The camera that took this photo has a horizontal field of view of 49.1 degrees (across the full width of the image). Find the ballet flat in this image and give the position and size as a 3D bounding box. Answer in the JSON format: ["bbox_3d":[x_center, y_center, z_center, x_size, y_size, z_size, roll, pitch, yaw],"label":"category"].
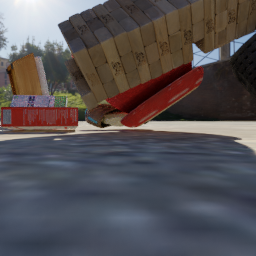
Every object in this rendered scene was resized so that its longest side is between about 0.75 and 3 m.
[{"bbox_3d":[-0.040,-0.300,6.288,1.868,0.633,0.676,-9,34,-37],"label":"ballet flat"}]

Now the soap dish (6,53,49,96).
[{"bbox_3d":[-3.404,-1.232,9.590,0.952,2.345,1.845,-15,11,-28],"label":"soap dish"}]

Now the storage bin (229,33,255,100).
[{"bbox_3d":[2.742,-1.199,3.690,2.446,1.147,1.654,-42,-16,18],"label":"storage bin"}]

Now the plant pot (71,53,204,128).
[{"bbox_3d":[0.283,-1.196,5.366,2.075,1.889,2.075,-35,0,0],"label":"plant pot"}]

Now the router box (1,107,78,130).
[{"bbox_3d":[-1.602,-0.160,5.319,1.255,0.341,1.398,-1,-2,-13],"label":"router box"}]

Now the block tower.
[{"bbox_3d":[0.590,-1.327,3.420,2.939,0.794,0.850,-27,-39,-3],"label":"block tower"}]

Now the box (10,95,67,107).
[{"bbox_3d":[-2.198,-0.423,6.896,1.345,0.244,0.971,0,44,-8],"label":"box"}]
